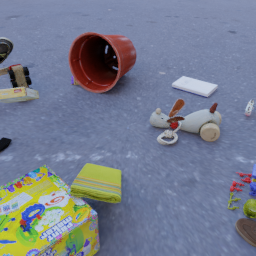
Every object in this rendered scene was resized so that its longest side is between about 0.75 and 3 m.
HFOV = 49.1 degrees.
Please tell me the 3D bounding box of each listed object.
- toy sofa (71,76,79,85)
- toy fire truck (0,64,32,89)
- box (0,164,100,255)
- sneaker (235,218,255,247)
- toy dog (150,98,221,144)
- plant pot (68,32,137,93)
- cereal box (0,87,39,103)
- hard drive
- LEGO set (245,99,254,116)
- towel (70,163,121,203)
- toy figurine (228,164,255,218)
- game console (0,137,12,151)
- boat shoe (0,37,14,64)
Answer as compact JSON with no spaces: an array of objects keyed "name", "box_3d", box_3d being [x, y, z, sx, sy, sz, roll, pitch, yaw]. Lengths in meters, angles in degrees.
[{"name":"toy sofa","box_3d":[-2.501,-2.416,13.334,0.460,0.390,0.942,-3,33,-7]},{"name":"toy fire truck","box_3d":[-4.793,-2.007,11.798,1.043,1.426,1.621,-21,35,-26]},{"name":"box","box_3d":[-1.987,2.100,5.686,2.044,1.247,1.969,-26,42,-35]},{"name":"sneaker","box_3d":[3.120,2.326,5.918,1.652,0.624,0.582,29,43,36]},{"name":"toy dog","box_3d":[2.069,-0.402,9.521,2.513,1.210,1.658,-4,34,-5]},{"name":"plant pot","box_3d":[-0.949,-3.173,12.842,2.560,2.560,2.489,14,28,21]},{"name":"cereal box","box_3d":[-2.801,-0.803,6.913,0.898,0.247,1.249,-8,3,-4]},{"name":"hard drive","box_3d":[3.017,-1.888,12.681,1.716,0.218,1.132,22,39,30]},{"name":"LEGO set","box_3d":[5.541,-0.482,10.325,2.229,0.830,1.025,28,77,28]},{"name":"towel","box_3d":[-0.679,1.277,6.805,1.063,0.223,2.471,14,4,-2]},{"name":"toy figurine","box_3d":[3.125,1.337,7.110,0.854,0.970,1.620,17,36,24]},{"name":"game console","box_3d":[-4.430,0.492,9.151,1.125,0.136,0.663,10,34,16]},{"name":"boat shoe","box_3d":[-4.875,-2.921,10.797,0.616,1.728,0.520,25,67,-29]}]
